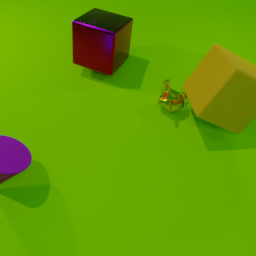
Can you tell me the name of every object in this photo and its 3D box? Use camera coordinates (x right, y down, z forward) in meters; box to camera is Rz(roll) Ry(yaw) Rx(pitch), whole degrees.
[{"bbox_3d":[-2.869,0.958,6.143,1.153,1.157,1.153,25,28,-14],"label":"cone"},{"bbox_3d":[1.191,-0.847,7.425,0.687,0.821,1.141,19,32,32],"label":"monkey head"},{"bbox_3d":[-0.729,-2.492,8.033,1.280,1.280,1.280,20,43,13],"label":"cube"},{"bbox_3d":[2.362,-0.925,6.687,1.348,1.348,1.348,20,34,-22],"label":"cube"}]
